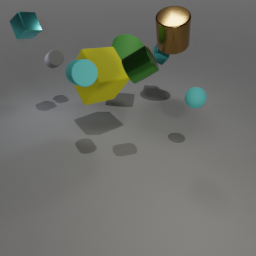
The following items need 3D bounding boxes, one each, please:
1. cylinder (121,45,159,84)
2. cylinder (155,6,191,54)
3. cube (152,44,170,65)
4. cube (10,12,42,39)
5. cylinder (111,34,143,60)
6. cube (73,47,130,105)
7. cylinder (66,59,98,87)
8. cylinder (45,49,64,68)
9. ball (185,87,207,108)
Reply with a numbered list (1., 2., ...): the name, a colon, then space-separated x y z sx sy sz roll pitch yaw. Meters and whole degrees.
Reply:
1. cylinder: 0.307 -1.565 6.941 0.700 0.700 0.700 -27 25 18
2. cylinder: 1.874 -4.050 11.643 1.400 1.400 1.400 -4 56 6
3. cube: 1.588 -3.647 13.706 0.700 0.700 0.700 20 66 -16
4. cube: -3.644 -3.650 10.001 0.700 0.700 0.700 -17 6 41
5. cylinder: -0.112 -3.063 12.160 1.400 1.400 1.400 5 64 9
6. cube: -1.031 -1.857 9.963 1.400 1.400 1.400 -18 73 -40
7. cylinder: -1.251 -1.474 7.488 0.700 0.700 0.700 -14 17 -22
8. cylinder: -3.252 -3.032 12.330 0.700 0.700 0.700 -17 8 -27
9. ball: 2.224 -0.995 9.217 0.700 0.700 0.700 0 30 0
